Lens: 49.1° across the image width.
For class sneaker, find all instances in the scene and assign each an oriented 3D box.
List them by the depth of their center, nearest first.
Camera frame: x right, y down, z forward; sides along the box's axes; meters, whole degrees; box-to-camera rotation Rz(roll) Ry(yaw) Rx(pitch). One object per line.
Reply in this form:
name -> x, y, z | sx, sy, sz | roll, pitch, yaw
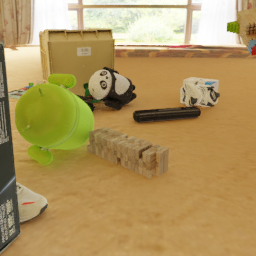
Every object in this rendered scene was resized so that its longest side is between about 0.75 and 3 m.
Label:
sneaker -> -2.232, 1.081, 4.874 | 1.728, 0.808, 0.608 | 6, 21, 18
sneaker -> -2.170, -0.798, 10.075 | 2.427, 0.729, 1.266 | -5, 21, -26
sneaker -> 2.875, -1.257, 10.666 | 1.458, 0.894, 2.241 | -2, 0, 1

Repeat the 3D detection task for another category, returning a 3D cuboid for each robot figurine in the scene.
robot figurine -> -1.693, -0.214, 6.746 | 1.429, 2.168, 2.471 | 17, -3, 12
robot figurine -> -0.572, -1.533, 10.845 | 1.926, 1.202, 1.447 | 14, 20, -37

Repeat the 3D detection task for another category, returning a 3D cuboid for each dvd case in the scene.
dvd case -> -4.793, -1.638, 12.990 | 1.158, 0.175, 1.587 | 8, 21, 20

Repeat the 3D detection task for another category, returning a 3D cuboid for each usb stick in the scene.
usb stick -> 1.332, -0.480, 9.642 | 2.364, 0.385, 0.656 | -5, 15, -14

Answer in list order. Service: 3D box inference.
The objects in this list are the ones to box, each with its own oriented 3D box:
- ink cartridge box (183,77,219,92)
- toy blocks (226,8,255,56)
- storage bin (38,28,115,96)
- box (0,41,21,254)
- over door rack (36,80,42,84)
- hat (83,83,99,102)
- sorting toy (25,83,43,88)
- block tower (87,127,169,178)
ink cartridge box -> 3.459, -2.015, 13.373 | 1.422, 0.600, 1.038 | 14, 25, 33
toy blocks -> 3.592, -2.396, 6.710 | 2.038, 1.018, 1.393 | -9, 46, 7
storage bin -> -2.188, -2.836, 12.327 | 2.975, 2.954, 1.394 | -11, 27, -26
box -> -2.942, 0.310, 3.794 | 2.427, 2.963, 1.276 | 7, 17, 16
over door rack -> -3.760, -2.032, 13.273 | 0.952, 0.704, 0.317 | -15, -13, -34
hat -> -1.550, -1.092, 11.552 | 1.379, 1.213, 1.142 | 29, -20, -30
sorting toy -> -3.913, -2.141, 13.868 | 2.222, 0.303, 1.251 | -2, 15, -21
block tower -> -0.081, 0.516, 6.688 | 2.130, 0.616, 0.575 | 15, 25, 37
